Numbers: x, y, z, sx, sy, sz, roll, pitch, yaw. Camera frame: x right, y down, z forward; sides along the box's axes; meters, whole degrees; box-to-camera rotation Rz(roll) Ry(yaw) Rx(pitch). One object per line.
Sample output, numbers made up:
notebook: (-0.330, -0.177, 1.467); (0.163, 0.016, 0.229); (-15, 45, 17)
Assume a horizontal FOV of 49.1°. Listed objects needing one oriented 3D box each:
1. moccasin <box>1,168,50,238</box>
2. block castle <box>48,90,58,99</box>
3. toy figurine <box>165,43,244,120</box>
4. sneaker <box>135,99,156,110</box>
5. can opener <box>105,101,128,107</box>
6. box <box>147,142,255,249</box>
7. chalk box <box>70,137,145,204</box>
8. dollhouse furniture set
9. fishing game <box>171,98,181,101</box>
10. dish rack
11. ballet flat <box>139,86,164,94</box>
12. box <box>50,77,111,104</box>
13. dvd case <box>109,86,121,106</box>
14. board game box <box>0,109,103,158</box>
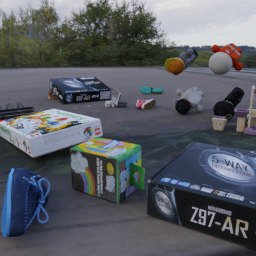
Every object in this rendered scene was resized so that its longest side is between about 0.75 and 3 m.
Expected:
moccasin: (-1.532, 0.991, 4.327); (0.662, 0.781, 1.941); (10, 9, -20)
block castle: (-4.064, -1.896, 15.520); (0.651, 0.457, 0.974); (-2, 16, -7)
toy figurine: (2.993, -1.763, 10.881); (2.750, 2.793, 1.943); (7, 33, 35)
sneaker: (0.779, -1.121, 12.799); (0.630, 0.399, 1.120); (15, 23, 33)
can opener: (-0.557, -1.130, 13.044); (1.075, 0.283, 0.357); (0, 15, 0)
box: (2.031, 1.017, 4.543); (2.804, 0.610, 2.247); (9, 18, 30)
chalk box: (-0.259, 0.750, 5.108); (1.357, 0.847, 0.841); (10, 19, 28)
dollhouse furniture set: (3.988, -0.872, 9.536); (1.812, 1.623, 2.287); (7, 17, 23)
fishing game: (2.646, -1.520, 14.802); (0.791, 0.123, 0.567); (-9, 15, -29)
dish rack: (-4.435, -0.455, 9.715); (2.033, 0.723, 2.650); (-8, 17, -26)
ballet flat: (1.427, -2.248, 17.039); (1.480, 0.499, 0.471); (1, -12, 2)
box: (-2.538, -2.062, 14.938); (2.720, 0.592, 2.179); (-9, 32, -30)
dvd case: (-0.597, -1.449, 12.685); (0.065, 0.602, 0.810); (-4, 35, -35)
board game box: (-2.281, 0.015, 7.784); (1.863, 0.511, 2.951); (-17, 19, -35)
